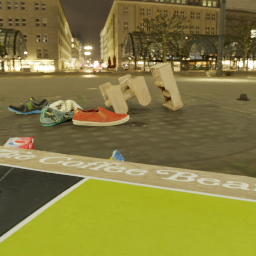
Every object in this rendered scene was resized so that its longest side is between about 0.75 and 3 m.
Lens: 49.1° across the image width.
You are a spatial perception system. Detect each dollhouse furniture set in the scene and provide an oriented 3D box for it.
[{"bbox_3d":[0.539,-1.314,11.888,2.945,1.917,2.706,-24,16,-7],"label":"dollhouse furniture set"}]

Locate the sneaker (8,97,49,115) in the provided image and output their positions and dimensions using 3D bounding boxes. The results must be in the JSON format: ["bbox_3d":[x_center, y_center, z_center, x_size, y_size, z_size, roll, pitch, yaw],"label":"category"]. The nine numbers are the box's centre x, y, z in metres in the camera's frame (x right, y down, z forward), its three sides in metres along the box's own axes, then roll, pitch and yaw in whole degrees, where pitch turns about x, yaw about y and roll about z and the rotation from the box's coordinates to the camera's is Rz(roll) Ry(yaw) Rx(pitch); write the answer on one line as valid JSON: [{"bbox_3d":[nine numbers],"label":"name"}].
[{"bbox_3d":[-3.866,-0.872,10.909,1.572,0.652,0.557,-9,14,-36],"label":"sneaker"}]

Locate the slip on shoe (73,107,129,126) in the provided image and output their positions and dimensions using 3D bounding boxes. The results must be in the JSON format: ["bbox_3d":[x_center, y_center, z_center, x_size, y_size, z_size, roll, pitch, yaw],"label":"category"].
[{"bbox_3d":[-0.839,-0.394,8.954,1.819,0.556,0.674,1,14,-11],"label":"slip on shoe"}]

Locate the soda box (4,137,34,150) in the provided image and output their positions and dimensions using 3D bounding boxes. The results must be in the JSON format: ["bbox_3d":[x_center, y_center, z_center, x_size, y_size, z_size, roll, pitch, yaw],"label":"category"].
[{"bbox_3d":[-2.047,0.535,5.127,0.481,0.435,1.373,-3,12,-11],"label":"soda box"}]

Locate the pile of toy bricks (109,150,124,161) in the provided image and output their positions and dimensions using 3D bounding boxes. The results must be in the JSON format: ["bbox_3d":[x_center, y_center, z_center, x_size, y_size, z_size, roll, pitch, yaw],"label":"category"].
[{"bbox_3d":[-0.333,0.837,3.717,0.628,0.706,1.272,-36,15,19],"label":"pile of toy bricks"}]

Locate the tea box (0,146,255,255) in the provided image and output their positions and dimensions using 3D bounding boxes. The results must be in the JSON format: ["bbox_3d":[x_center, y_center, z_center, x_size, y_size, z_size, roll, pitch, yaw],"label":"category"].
[{"bbox_3d":[0.005,1.075,0.148,2.307,1.541,2.269,5,13,20],"label":"tea box"}]

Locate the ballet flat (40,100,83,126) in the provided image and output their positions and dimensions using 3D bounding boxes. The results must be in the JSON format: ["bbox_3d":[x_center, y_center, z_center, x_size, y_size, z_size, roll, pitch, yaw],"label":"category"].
[{"bbox_3d":[-2.102,-0.598,9.549,0.792,0.792,2.133,6,14,24],"label":"ballet flat"}]

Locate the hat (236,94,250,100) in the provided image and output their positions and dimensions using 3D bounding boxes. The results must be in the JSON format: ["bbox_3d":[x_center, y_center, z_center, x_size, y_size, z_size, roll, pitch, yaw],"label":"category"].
[{"bbox_3d":[6.357,-1.711,15.415,0.817,0.330,0.817,-1,12,0],"label":"hat"}]
